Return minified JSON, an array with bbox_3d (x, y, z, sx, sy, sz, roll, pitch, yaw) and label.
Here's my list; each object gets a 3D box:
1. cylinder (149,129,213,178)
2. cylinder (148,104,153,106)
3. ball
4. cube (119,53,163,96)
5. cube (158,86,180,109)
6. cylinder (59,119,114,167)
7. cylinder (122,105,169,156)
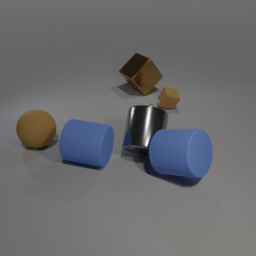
[{"bbox_3d":[1.585,0.732,8.419,1.400,1.400,1.400,-1,22,44],"label":"cylinder"},{"bbox_3d":[0.870,-0.545,11.630,0.700,0.700,0.700,-31,3,2],"label":"cylinder"},{"bbox_3d":[-3.323,0.019,10.195,1.400,1.400,1.400,0,30,0],"label":"ball"},{"bbox_3d":[0.669,-2.811,14.606,1.400,1.400,1.400,-47,41,-2],"label":"cube"},{"bbox_3d":[1.902,-1.391,13.014,0.700,0.700,0.700,10,45,-22],"label":"cube"},{"bbox_3d":[-1.336,0.488,9.314,1.400,1.400,1.400,9,31,13],"label":"cylinder"},{"bbox_3d":[0.593,0.115,9.494,1.400,1.400,1.400,9,-15,2],"label":"cylinder"}]
